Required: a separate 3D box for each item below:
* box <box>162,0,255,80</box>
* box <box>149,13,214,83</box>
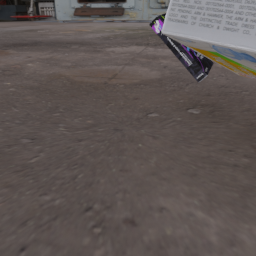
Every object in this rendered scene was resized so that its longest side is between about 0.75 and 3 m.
[{"bbox_3d":[1.971,-1.358,3.352,1.668,1.503,2.965,25,15,34],"label":"box"},{"bbox_3d":[1.326,-1.954,6.610,0.310,1.716,1.227,-37,7,34],"label":"box"}]
